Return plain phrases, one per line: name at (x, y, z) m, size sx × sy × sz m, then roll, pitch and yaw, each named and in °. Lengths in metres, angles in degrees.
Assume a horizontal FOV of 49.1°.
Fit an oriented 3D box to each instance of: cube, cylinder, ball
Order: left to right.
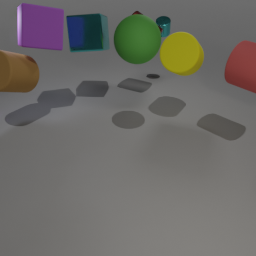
cylinder at (-4.168, -1.982, 10.006) m, size 1.400 × 1.400 × 1.400 m, roll 14°, pitch 10°, yaw 21°
cube at (-3.194, -3.622, 10.169) m, size 1.400 × 1.400 × 1.400 m, roll -2°, pitch 17°, yaw -26°
cube at (-1.618, -3.935, 11.695) m, size 1.400 × 1.400 × 1.400 m, roll -1°, pitch 17°, yaw 8°
ball at (0.277, -2.597, 8.254) m, size 1.400 × 1.400 × 1.400 m, roll 0°, pitch 31°, yaw 0°
cylinder at (0.574, -4.096, 12.216) m, size 1.400 × 1.400 × 1.400 m, roll 35°, pitch 36°, yaw -1°
cylinder at (1.666, -4.804, 13.286) m, size 0.700 × 0.700 × 0.700 m, roll -3°, pitch 58°, yaw 4°
cylinder at (1.996, -2.660, 10.255) m, size 1.400 × 1.400 × 1.400 m, roll 12°, pitch 10°, yaw 19°
cylinder at (3.948, -1.813, 8.560) m, size 1.400 × 1.400 × 1.400 m, roll -25°, pitch 42°, yaw -35°
